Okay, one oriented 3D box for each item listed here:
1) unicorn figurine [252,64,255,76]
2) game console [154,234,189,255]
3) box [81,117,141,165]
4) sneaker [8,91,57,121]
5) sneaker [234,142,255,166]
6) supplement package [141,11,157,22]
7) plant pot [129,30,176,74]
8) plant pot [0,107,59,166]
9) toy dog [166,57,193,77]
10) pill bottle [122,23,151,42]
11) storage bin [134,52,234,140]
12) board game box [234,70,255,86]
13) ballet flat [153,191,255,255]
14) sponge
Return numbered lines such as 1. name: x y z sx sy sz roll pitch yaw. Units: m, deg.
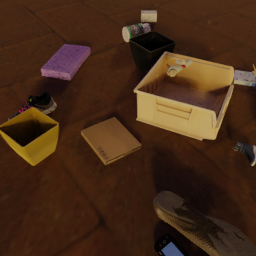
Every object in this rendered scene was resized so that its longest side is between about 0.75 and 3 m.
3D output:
1. unicorn figurine: 5.625 -1.918 11.239 1.410 0.521 0.968 12 43 -13
2. game console: 1.216 3.110 5.976 1.062 0.217 1.801 -26 48 -26
3. box: -0.556 0.356 8.968 1.324 0.172 1.620 -24 47 -24
4. sneaker: -3.337 -0.704 9.646 1.828 0.800 0.674 -33 52 -31
5. sneaker: 3.503 0.750 8.385 0.629 0.331 0.870 20 36 6
6. supplement package: 1.188 -6.376 15.982 0.883 0.484 0.502 1 43 1
7. plant pot: 1.006 -3.144 11.936 1.428 1.270 1.432 -28 49 -26
8. plant pot: -2.823 0.340 8.301 1.255 1.107 1.255 29 50 28
9. toy dog: 1.537 -1.966 8.740 0.883 0.425 0.582 -38 18 -18
10. pill bottle: 0.435 -4.842 14.137 1.311 0.741 0.741 -20 46 -19
11. storage bin: 2.060 -1.198 9.803 2.795 1.320 2.816 18 45 19
12. board game box: 4.813 -2.064 11.566 0.827 0.180 0.831 12 44 13
13. ballet flat: 1.745 2.440 6.508 2.715 0.629 0.915 29 42 21
14. sponge: -2.699 -2.988 12.437 1.343 0.359 2.407 10 44 12
